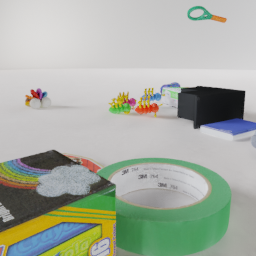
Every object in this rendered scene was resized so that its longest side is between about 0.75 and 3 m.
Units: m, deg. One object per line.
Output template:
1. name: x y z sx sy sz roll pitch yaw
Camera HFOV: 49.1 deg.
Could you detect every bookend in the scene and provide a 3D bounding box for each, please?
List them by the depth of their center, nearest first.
1. bookend: 2.614 -0.884 10.514 2.397 1.104 2.382 -10 17 -30

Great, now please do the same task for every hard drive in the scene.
1. hard drive: 3.347 0.010 8.835 1.798 0.228 1.186 -10 18 -33

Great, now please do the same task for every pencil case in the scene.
1. pencil case: 2.490 -2.290 16.520 0.804 0.723 1.852 22 22 22

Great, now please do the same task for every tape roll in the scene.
1. tape roll: 0.464 1.061 4.346 2.131 0.512 2.131 1 15 0

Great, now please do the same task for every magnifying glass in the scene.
1. magnifying glass: 2.941 -4.146 10.389 1.602 0.179 0.638 4 -20 -19

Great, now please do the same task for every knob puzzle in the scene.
1. knob puzzle: -1.429 0.807 5.709 2.164 0.300 2.164 0 15 0

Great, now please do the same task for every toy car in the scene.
1. toy car: -4.144 -1.380 12.829 1.166 0.875 1.021 -12 19 -39

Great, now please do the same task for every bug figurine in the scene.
1. bug figurine: 0.411 -1.063 11.917 2.262 0.750 2.917 -3 18 12

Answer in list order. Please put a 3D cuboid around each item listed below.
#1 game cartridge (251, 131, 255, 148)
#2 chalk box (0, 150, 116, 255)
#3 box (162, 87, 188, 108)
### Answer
1. game cartridge: 4.753 0.370 7.005 2.722 0.556 1.812 12 23 38
2. chalk box: -1.271 1.158 2.516 2.066 1.281 1.290 -14 22 -39
3. box: 2.625 -1.433 13.204 1.477 0.810 1.674 -4 16 -20
